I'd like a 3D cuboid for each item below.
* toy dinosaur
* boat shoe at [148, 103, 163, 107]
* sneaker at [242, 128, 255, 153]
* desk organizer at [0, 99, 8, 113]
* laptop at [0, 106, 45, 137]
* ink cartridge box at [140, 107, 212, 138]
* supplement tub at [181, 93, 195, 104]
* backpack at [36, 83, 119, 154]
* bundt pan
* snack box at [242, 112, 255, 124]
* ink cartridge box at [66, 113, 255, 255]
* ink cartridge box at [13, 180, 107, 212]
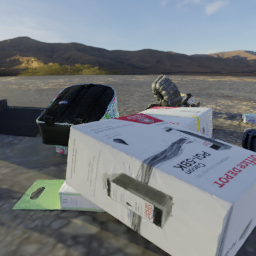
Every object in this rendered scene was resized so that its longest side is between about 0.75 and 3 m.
[{"bbox_3d":[2.038,-0.585,11.503,2.794,1.429,1.075,-16,50,-14],"label":"toy dinosaur"},{"bbox_3d":[1.590,-1.144,15.080,1.028,0.376,0.333,-5,10,-20],"label":"boat shoe"},{"bbox_3d":[3.559,0.443,7.798,0.788,0.778,1.984,13,7,27],"label":"sneaker"},{"bbox_3d":[-6.014,-0.448,10.929,1.105,1.029,2.870,1,13,12],"label":"desk organizer"},{"bbox_3d":[-3.955,-0.107,11.403,2.280,1.411,2.435,4,-14,15],"label":"laptop"},{"bbox_3d":[1.108,0.145,8.080,1.978,1.137,2.725,5,15,30],"label":"ink cartridge box"},{"bbox_3d":[2.997,-1.395,15.068,0.863,0.863,1.196,-3,14,-10],"label":"supplement tub"},{"bbox_3d":[-1.283,-0.324,8.200,2.011,1.705,2.265,3,43,14],"label":"backpack"},{"bbox_3d":[1.903,-1.719,14.319,0.717,1.910,1.910,-36,24,-12],"label":"bundt pan"},{"bbox_3d":[5.717,-0.415,12.148,1.312,0.348,0.933,4,14,15],"label":"snack box"},{"bbox_3d":[0.656,0.747,4.662,2.795,1.158,2.052,22,22,35],"label":"ink cartridge box"},{"bbox_3d":[-1.191,1.164,5.617,1.783,0.428,1.298,3,14,3],"label":"ink cartridge box"}]
